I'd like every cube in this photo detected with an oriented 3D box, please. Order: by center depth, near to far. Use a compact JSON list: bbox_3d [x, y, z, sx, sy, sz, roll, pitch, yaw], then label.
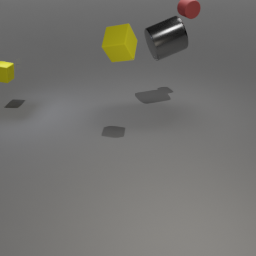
[{"bbox_3d":[-0.219,-2.329,7.725,0.700,0.700,0.700,0,66,23],"label":"cube"},{"bbox_3d":[-5.357,-2.401,11.986,0.700,0.700,0.700,10,28,-1],"label":"cube"}]

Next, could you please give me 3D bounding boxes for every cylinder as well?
[{"bbox_3d":[2.459,-4.857,11.350,0.700,0.700,0.700,-10,35,-17],"label":"cylinder"},{"bbox_3d":[1.573,-3.700,11.611,1.400,1.400,1.400,-23,31,0],"label":"cylinder"}]
